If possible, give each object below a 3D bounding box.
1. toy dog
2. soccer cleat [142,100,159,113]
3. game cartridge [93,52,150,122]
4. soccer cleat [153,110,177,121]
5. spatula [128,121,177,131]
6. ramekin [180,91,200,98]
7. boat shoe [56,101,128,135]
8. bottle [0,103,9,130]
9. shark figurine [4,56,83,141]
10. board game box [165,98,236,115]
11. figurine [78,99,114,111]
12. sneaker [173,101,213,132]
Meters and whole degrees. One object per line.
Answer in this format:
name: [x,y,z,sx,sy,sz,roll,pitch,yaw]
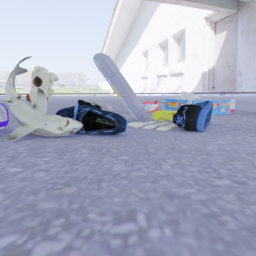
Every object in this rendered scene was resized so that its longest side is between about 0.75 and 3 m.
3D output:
toy dog: [-3.838,-1.763,12.443,1.169,1.675,1.624,8,-20,-5]
soccer cleat: [0.784,-1.064,14.001,1.748,0.668,0.583,-3,9,-25]
game cartridge: [-0.251,-1.460,10.287,0.559,2.763,1.842,-39,26,-5]
soccer cleat: [1.637,-0.507,10.751,1.396,0.451,0.584,4,-8,11]
spatula: [0.962,-0.131,9.467,1.377,0.159,1.980,4,9,28]
ramekin: [4.674,-2.298,21.322,1.491,0.694,1.491,16,6,-2]
boat shoe: [-1.131,-0.296,7.828,2.249,0.946,0.772,1,0,20]
bottle: [-4.157,-0.197,7.316,1.145,0.895,2.740,0,8,1]
shark figurine: [-2.820,-0.516,7.865,1.820,3.046,1.271,-34,-22,-18]
board game box: [3.604,-1.134,14.252,2.560,0.715,2.507,-4,9,-22]
figurine: [-1.663,-1.079,14.704,1.480,0.653,1.517,15,14,31]
sneaker: [2.197,-0.477,9.217,1.000,0.900,2.568,11,13,20]
